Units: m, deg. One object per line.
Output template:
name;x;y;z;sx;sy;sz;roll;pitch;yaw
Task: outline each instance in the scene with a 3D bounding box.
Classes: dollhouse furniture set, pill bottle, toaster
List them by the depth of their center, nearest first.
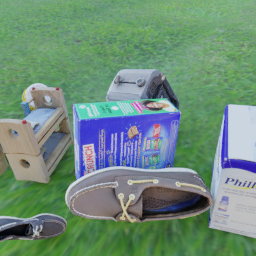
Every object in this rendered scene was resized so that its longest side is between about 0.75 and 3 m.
dollhouse furniture set;-2.711;0.067;6.489;2.247;1.575;1.584;3;34;14
toaster;0.427;-0.679;7.503;1.399;2.166;1.231;15;72;35
pill bottle;-2.775;-0.909;8.385;0.711;0.711;1.260;-20;10;-25

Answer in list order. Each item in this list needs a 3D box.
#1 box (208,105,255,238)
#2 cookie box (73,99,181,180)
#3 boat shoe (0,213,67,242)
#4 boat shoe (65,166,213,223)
box;2.200;0.781;5.384;0.983;1.873;1.722;9;37;14
cookie box;-0.073;0.357;5.934;2.065;1.766;0.776;-5;28;-18
boat shoe;-1.716;1.816;4.913;1.358;0.493;0.426;9;7;-27
boat shoe;0.198;1.235;4.970;2.586;0.929;0.770;-2;16;-10
